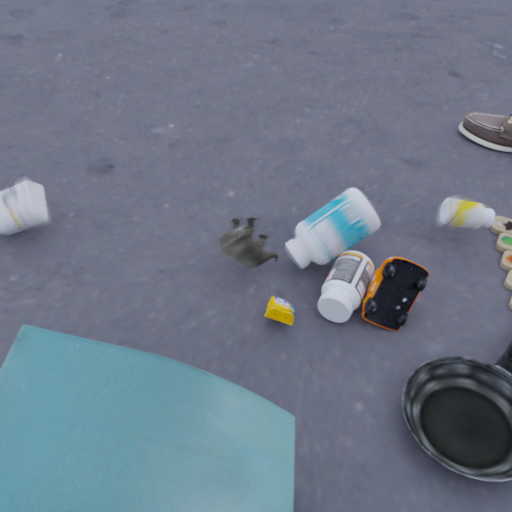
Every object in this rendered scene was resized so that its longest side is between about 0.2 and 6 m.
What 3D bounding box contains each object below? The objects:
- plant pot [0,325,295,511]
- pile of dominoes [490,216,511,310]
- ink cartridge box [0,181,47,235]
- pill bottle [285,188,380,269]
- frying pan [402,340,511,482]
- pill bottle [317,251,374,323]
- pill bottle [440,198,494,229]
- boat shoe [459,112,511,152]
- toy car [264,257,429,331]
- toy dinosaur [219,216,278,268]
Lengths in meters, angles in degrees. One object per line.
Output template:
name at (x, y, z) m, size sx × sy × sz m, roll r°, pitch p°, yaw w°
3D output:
plant pot at (-1.252, 2.518, 6.268) m, size 3.199 × 2.260 × 2.261 m, roll 8°, pitch 44°, yaw -3°
pile of dominoes at (5.844, 0.520, 9.381) m, size 3.111 × 0.635 × 3.991 m, roll 6°, pitch 44°, yaw 6°
ink cartridge box at (-4.467, -0.890, 10.485) m, size 0.996 × 0.427 × 0.735 m, roll -19°, pitch 76°, yaw 22°
pill bottle at (1.300, -0.429, 9.795) m, size 1.565 × 0.867 × 0.867 m, roll -34°, pitch 48°, yaw 5°
frying pan at (3.160, 1.826, 8.124) m, size 1.903 × 0.512 × 3.146 m, roll 15°, pitch 44°, yaw 14°
pill bottle at (1.488, 0.510, 9.349) m, size 0.687 × 0.687 × 1.180 m, roll 19°, pitch 47°, yaw 18°
pill bottle at (3.864, -0.758, 10.257) m, size 0.871 × 0.488 × 0.488 m, roll 9°, pitch 43°, yaw -6°
boat shoe at (6.127, -2.806, 12.666) m, size 2.926 × 0.871 × 1.051 m, roll 25°, pitch 49°, yaw 24°
toy car at (1.418, 0.471, 9.110) m, size 2.520 × 1.236 × 0.839 m, roll 5°, pitch 17°, yaw -3°
toy dinosaur at (-0.170, -0.157, 9.610) m, size 0.615 × 1.599 × 0.818 m, roll 4°, pitch 65°, yaw 28°
